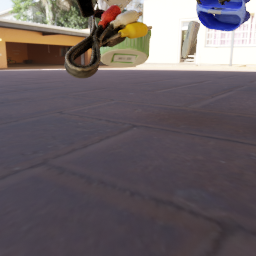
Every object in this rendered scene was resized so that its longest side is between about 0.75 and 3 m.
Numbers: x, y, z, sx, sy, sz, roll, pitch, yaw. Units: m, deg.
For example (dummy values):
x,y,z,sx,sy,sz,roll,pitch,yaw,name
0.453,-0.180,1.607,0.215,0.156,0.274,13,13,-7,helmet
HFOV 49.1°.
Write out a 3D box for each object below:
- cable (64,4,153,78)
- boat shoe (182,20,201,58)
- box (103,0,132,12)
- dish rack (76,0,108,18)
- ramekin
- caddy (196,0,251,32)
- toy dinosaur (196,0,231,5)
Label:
x,y,z,sx,sy,sz,roll,pitch,yaw,name
-0.512,-1.839,5.315,1.216,0.630,2.503,35,42,6,cable
2.215,-3.020,9.635,0.446,1.252,0.437,4,24,-15,boat shoe
-0.599,-3.984,7.866,1.323,0.645,0.823,31,24,-45,box
-0.189,-2.755,4.933,1.765,0.481,1.354,-27,1,-2,dish rack
-0.150,-3.089,10.607,2.135,1.043,2.135,-1,-8,0,ramekin
2.729,-3.441,8.068,0.871,1.174,1.660,-30,40,-28,caddy
0.992,-1.968,3.580,1.676,0.739,0.398,-16,-2,-11,toy dinosaur
